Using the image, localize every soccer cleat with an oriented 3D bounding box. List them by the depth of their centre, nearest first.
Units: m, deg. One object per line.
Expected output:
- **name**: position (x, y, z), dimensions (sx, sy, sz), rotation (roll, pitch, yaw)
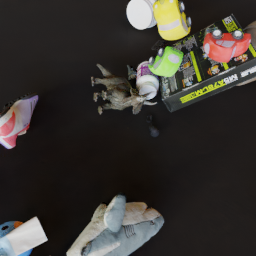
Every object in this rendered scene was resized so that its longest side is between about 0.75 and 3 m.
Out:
- **soccer cleat**: position (-3.136, -0.319, 8.039), dimensions (0.835, 0.896, 2.448), rotation (-22, 22, 15)

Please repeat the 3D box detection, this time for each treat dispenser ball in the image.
- **treat dispenser ball**: position (-2.161, 2.149, 5.200), dimensions (0.798, 0.798, 0.798), rotation (0, 42, 0)

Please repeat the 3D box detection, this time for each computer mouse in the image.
- **computer mouse**: position (0.709, -0.097, 8.125), dimensions (0.277, 0.161, 0.947), rotation (-7, 42, -6)

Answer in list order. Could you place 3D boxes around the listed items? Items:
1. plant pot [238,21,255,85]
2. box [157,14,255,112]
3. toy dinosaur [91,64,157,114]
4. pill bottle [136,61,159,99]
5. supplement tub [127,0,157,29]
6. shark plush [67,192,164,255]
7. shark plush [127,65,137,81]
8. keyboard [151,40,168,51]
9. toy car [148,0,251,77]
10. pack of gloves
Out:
- **plant pot**: position (4.162, -2.366, 9.563), dimensions (1.703, 1.962, 1.962), rotation (-36, 51, -12)
- **box**: position (2.401, -2.144, 8.996), dimensions (2.890, 0.711, 2.992), rotation (-22, 38, 20)
- **toy dinosaur**: position (-0.354, -1.151, 8.877), dimensions (1.383, 1.041, 2.704), rotation (-7, 36, -25)
- **pill bottle**: position (0.649, -1.572, 9.299), dimensions (0.753, 0.753, 1.341), rotation (2, 43, 2)
- **supplement tub**: position (1.114, -5.680, 13.217), dimensions (1.538, 1.538, 2.191), rotation (25, 48, 25)
- **shark plush**: position (-0.411, 2.356, 4.911), dimensions (1.184, 1.291, 2.843), rotation (42, 45, -1)
- **shark plush**: position (0.176, -2.050, 10.125), dimensions (0.383, 0.351, 0.844), rotation (-5, 43, -5)
- **keyboard**: position (1.420, -3.521, 11.938), dimensions (0.602, 0.098, 0.948), rotation (18, 46, 18)
- **toy car**: position (1.473, -2.084, 7.832), dimensions (2.914, 2.742, 0.650), rotation (17, 66, -22)
- **pack of gloves**: position (-1.936, 2.407, 4.712), dimensions (1.414, 1.188, 0.279), rotation (-27, 7, -27)
